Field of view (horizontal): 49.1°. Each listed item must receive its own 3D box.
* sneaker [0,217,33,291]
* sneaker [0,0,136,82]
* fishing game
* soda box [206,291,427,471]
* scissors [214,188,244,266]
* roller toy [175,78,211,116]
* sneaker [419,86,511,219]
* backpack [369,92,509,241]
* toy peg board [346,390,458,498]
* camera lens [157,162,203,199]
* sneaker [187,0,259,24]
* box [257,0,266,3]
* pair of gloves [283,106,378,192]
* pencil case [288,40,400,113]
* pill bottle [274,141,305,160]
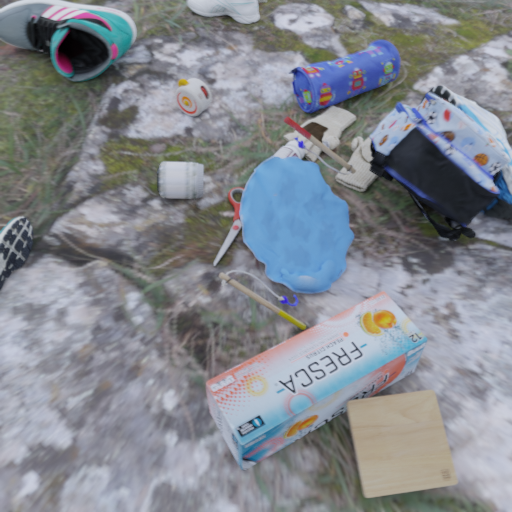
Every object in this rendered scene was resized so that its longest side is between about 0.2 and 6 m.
[{"bbox_3d":[-4.115,0.022,8.658,0.692,0.673,1.736,11,50,20],"label":"sneaker"},{"bbox_3d":[-4.356,-4.672,12.220,3.157,1.320,1.906,2,40,0],"label":"sneaker"},{"bbox_3d":[0.621,-0.481,8.573,2.191,0.476,3.060,30,64,-26],"label":"fishing game"},{"bbox_3d":[0.788,1.547,7.188,2.769,0.880,0.947,-24,54,-18],"label":"soda box"},{"bbox_3d":[-0.241,-0.536,9.427,0.697,0.133,1.906,7,49,3],"label":"scissors"},{"bbox_3d":[-1.284,-3.198,11.313,0.659,0.722,0.505,32,56,10],"label":"roller toy"},{"bbox_3d":[4.158,-1.934,10.059,1.297,1.122,2.993,0,55,-25],"label":"sneaker"},{"bbox_3d":[2.794,-1.645,9.029,2.166,1.669,2.063,37,16,-22],"label":"backpack"},{"bbox_3d":[1.717,2.310,6.878,1.105,0.540,1.100,-7,66,-4],"label":"toy peg board"},{"bbox_3d":[-1.309,-1.308,9.702,0.783,0.626,0.626,1,50,-5],"label":"camera lens"},{"bbox_3d":[-0.820,-6.374,13.951,1.904,0.763,0.670,14,53,13],"label":"sneaker"},{"bbox_3d":[-0.409,-6.905,14.577,1.349,0.461,0.554,-3,50,-2],"label":"box"},{"bbox_3d":[1.740,-2.144,10.646,2.022,0.355,1.720,37,59,26],"label":"pair of gloves"},{"bbox_3d":[1.808,-3.732,11.618,2.357,0.920,1.024,-24,38,-19],"label":"pencil case"},{"bbox_3d":[0.520,-1.707,10.196,0.464,0.464,0.848,26,55,20],"label":"pill bottle"}]
